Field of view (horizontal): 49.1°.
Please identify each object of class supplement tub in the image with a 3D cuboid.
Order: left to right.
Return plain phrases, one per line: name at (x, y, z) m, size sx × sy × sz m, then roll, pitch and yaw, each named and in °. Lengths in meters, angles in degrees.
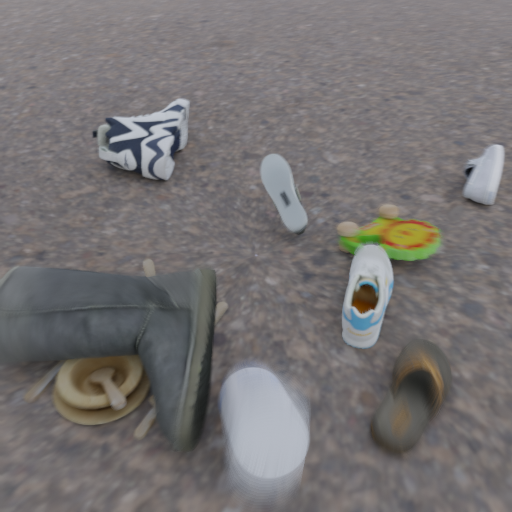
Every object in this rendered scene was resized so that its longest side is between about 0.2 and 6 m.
supplement tub at (0.047, 1.889, 6.510) m, size 0.851 × 0.851 × 1.289 m, roll -7°, pitch 10°, yaw -9°

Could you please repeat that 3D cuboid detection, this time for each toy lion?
toy lion at (2.445, -0.309, 10.106) m, size 1.517 × 0.521 × 1.454 m, roll -22°, pitch 36°, yaw -18°

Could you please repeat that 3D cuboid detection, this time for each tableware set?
tableware set at (-1.795, 1.165, 8.148) m, size 1.930 × 0.585 × 2.920 m, roll 12°, pitch 37°, yaw 16°

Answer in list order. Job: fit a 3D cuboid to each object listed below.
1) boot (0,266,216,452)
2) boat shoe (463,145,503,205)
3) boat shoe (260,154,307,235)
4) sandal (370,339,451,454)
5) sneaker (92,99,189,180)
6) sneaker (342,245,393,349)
boot at (-2.125, 1.211, 7.427) m, size 3.079 × 1.117 × 2.799 m, roll 2°, pitch 45°, yaw -1°
boat shoe at (4.975, -1.841, 12.400) m, size 0.737 × 0.775 × 2.151 m, roll 14°, pitch 47°, yaw 17°
boat shoe at (0.528, -1.161, 10.759) m, size 0.579 × 0.521 × 1.638 m, roll -21°, pitch 75°, yaw 5°
sandal at (2.069, 1.719, 7.389) m, size 0.802 × 0.536 × 1.963 m, roll 23°, pitch 40°, yaw 26°
sneaker at (-2.793, -2.993, 13.466) m, size 2.029 × 1.244 × 3.118 m, roll 10°, pitch 46°, yaw 0°
sneaker at (1.778, 0.472, 8.740) m, size 0.737 × 0.778 × 1.926 m, roll 7°, pitch 47°, yaw 11°
